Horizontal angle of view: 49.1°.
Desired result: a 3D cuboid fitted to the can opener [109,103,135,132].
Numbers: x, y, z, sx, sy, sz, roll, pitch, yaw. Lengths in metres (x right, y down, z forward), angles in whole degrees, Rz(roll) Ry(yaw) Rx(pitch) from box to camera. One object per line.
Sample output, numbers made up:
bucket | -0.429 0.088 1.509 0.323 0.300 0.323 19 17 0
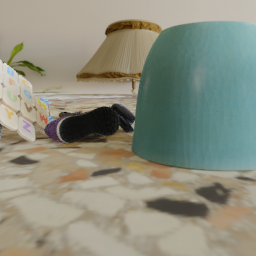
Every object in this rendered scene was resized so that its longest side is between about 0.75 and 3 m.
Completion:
can opener | -0.152 -0.381 8.689 0.911 0.735 2.318 -1 8 -11

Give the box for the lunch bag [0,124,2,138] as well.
lunch bag | -3.253 0.094 6.178 0.773 0.579 0.911 -4 19 -13

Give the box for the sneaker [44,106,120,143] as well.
sneaker | -1.131 -0.133 7.118 0.897 0.776 2.049 2 8 42

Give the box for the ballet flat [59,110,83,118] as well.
ballet flat | -2.150 -0.520 10.715 0.561 0.386 1.666 -7 11 -38

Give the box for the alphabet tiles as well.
alphabet tiles | -2.867 -0.853 6.814 2.534 0.185 2.478 42 17 -42

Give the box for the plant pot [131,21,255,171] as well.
plant pot | 1.540 -0.717 5.527 2.948 2.366 2.948 0 9 0

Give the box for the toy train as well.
toy train | -3.281 -0.566 9.649 1.142 0.866 1.998 -11 12 -24
